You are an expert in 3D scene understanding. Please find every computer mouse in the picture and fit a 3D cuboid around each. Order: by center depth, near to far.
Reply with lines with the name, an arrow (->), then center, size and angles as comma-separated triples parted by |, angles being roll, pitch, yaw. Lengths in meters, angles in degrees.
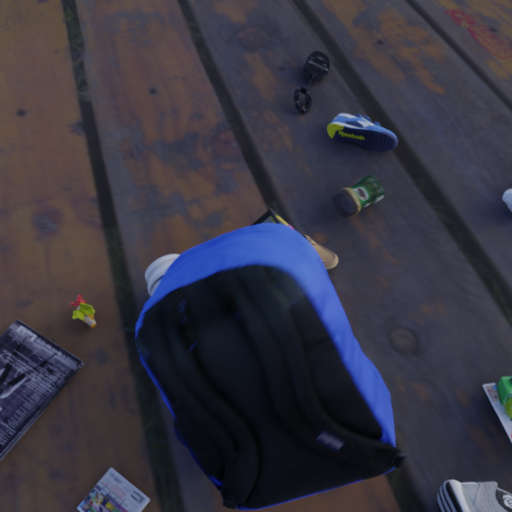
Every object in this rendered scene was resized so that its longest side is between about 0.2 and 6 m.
computer mouse -> 1.432, -4.564, 14.827 | 0.678, 0.394, 2.312 | 25, 60, -6

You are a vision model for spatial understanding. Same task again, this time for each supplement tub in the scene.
supplement tub -> -1.419, 0.761, 10.391 | 0.976, 0.976, 1.390 | -22, 58, -15

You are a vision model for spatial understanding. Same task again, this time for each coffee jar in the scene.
coffee jar -> 2.180, -1.271, 12.032 | 1.179, 0.503, 0.615 | -29, 86, -34

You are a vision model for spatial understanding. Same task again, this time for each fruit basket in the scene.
fruit basket -> 4.614, 2.575, 9.146 | 1.313, 0.664, 1.417 | -5, 33, -3

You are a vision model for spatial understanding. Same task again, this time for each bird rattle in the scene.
bird rattle -> -3.231, 1.088, 10.461 | 0.398, 0.577, 0.707 | -40, 23, -18

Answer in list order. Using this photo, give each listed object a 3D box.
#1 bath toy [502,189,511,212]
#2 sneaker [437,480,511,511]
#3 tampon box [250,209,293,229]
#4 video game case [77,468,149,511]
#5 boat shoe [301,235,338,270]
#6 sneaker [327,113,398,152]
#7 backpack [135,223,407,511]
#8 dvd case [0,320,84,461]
bath toy -> 6.291, -1.384, 12.230 | 1.981, 0.732, 0.861 | -25, 13, -20
sneaker -> 3.625, 4.209, 7.808 | 1.360, 0.884, 2.356 | -2, 45, -12
tampon box -> 0.180, -0.056, 10.710 | 1.312, 0.983, 0.828 | -39, 57, 10
video game case -> -2.206, 3.846, 8.677 | 0.828, 0.095, 0.754 | 30, 59, 19
boat shoe -> 0.921, -0.145, 11.360 | 1.531, 0.494, 0.545 | 16, 49, 12
sneaker -> 2.610, -3.038, 13.480 | 1.703, 0.630, 0.700 | 21, 54, 14
backpack -> 0.015, 1.344, 8.079 | 2.854, 3.512, 2.947 | -26, 20, 13
dvd case -> -4.371, 2.337, 9.742 | 1.661, 0.178, 2.234 | 27, 58, 18
